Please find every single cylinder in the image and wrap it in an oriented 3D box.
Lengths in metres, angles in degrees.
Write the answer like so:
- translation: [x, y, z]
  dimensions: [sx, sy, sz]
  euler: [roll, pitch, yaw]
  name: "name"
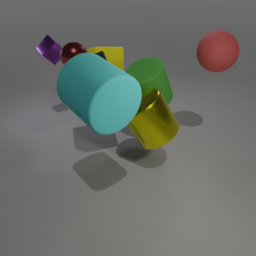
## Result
- translation: [0.678, -0.294, 8.733]
  dimensions: [1.400, 1.400, 1.400]
  euler: [-27, 28, 16]
  name: "cylinder"
- translation: [0.745, -1.509, 9.809]
  dimensions: [1.400, 1.400, 1.400]
  euler: [-14, 43, 14]
  name: "cylinder"
- translation: [-0.656, -0.783, 6.270]
  dimensions: [1.400, 1.400, 1.400]
  euler: [-22, 44, -33]
  name: "cylinder"

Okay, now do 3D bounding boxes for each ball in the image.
- translation: [-1.375, -1.834, 7.157]
  dimensions: [0.700, 0.700, 0.700]
  euler: [0, 30, 0]
  name: "ball"
- translation: [3.074, -2.624, 9.619]
  dimensions: [1.400, 1.400, 1.400]
  euler: [0, 30, 0]
  name: "ball"

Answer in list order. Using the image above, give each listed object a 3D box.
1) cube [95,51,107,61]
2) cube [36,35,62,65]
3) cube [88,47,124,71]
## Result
- translation: [-1.117, -1.373, 8.910]
  dimensions: [1.400, 1.400, 1.400]
  euler: [-21, 36, 0]
  name: "cube"
- translation: [-2.985, -3.033, 10.900]
  dimensions: [0.700, 0.700, 0.700]
  euler: [-47, 57, 6]
  name: "cube"
- translation: [-1.111, -3.256, 13.863]
  dimensions: [1.400, 1.400, 1.400]
  euler: [-7, 14, -22]
  name: "cube"
